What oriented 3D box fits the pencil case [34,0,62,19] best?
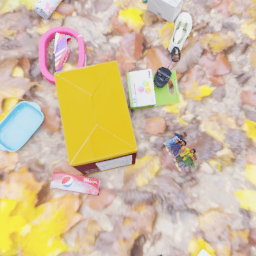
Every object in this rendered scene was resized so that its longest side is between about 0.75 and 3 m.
[{"bbox_3d":[-3.354,-5.600,12.205,0.768,0.704,1.694,37,75,-17],"label":"pencil case"}]

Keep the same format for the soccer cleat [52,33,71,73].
[{"bbox_3d":[-2.741,-3.028,11.552,0.687,0.641,1.878,4,74,-10],"label":"soccer cleat"}]

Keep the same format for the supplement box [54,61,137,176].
[{"bbox_3d":[-0.976,-0.139,9.468,1.956,2.946,2.906,-12,74,-3],"label":"supplement box"}]

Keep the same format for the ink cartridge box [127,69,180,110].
[{"bbox_3d":[0.981,-1.538,10.767,1.876,0.711,1.386,-8,85,8],"label":"ink cartridge box"}]

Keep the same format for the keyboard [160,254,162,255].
[{"bbox_3d":[1.356,5.300,9.329,1.183,0.253,1.970,-25,76,-7],"label":"keyboard"}]

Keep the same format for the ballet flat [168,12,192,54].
[{"bbox_3d":[2.259,-4.135,11.801,0.746,0.746,2.149,19,75,5],"label":"ballet flat"}]

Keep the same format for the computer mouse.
[{"bbox_3d":[1.553,-2.389,11.018,0.605,0.351,2.065,32,68,-5],"label":"computer mouse"}]

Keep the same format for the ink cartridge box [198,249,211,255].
[{"bbox_3d":[2.766,4.826,9.328,1.444,0.490,0.838,41,78,11],"label":"ink cartridge box"}]

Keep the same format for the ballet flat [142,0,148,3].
[{"bbox_3d":[0.965,-5.887,12.531,0.806,0.272,0.257,-32,72,-8],"label":"ballet flat"}]

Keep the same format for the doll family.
[{"bbox_3d":[1.977,0.783,10.248,0.930,0.632,1.610,-35,69,12],"label":"doll family"}]

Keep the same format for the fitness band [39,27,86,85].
[{"bbox_3d":[-2.716,-3.029,11.595,1.908,0.497,2.657,-6,73,-1],"label":"fitness band"}]

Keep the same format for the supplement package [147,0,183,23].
[{"bbox_3d":[1.581,-5.362,11.970,1.333,1.038,0.739,33,77,9],"label":"supplement package"}]

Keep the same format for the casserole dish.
[{"bbox_3d":[-4.147,-0.037,10.773,1.299,0.416,2.145,35,78,9],"label":"casserole dish"}]

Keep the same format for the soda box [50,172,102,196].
[{"bbox_3d":[-1.857,2.014,10.109,1.727,0.547,0.604,8,74,3],"label":"soda box"}]
